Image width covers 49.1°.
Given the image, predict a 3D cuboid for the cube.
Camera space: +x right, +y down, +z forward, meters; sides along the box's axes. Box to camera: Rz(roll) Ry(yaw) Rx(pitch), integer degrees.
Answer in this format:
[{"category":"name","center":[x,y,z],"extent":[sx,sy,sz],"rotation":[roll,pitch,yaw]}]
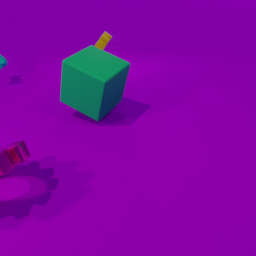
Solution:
[{"category":"cube","center":[-0.915,-1.254,7.715],"extent":[1.321,1.321,1.321],"rotation":[28,42,14]}]

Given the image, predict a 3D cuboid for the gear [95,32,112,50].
[{"category":"gear","center":[-1.223,-2.743,10.391],"extent":[0.319,1.725,1.725],"rotation":[35,31,-13]}]

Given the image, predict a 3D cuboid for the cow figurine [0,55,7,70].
[{"category":"cow figurine","center":[-4.554,-2.474,9.702],"extent":[0.875,0.480,0.861],"rotation":[37,23,-21]}]

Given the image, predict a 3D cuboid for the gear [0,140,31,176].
[{"category":"gear","center":[-2.771,0.776,5.168],"extent":[1.863,0.345,1.863],"rotation":[-22,9,4]}]
